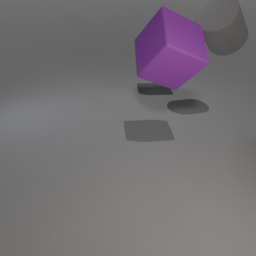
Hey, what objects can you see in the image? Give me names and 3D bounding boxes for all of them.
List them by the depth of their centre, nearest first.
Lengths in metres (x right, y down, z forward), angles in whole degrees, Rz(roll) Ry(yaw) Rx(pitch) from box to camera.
[{"bbox_3d":[1.149,-2.131,7.737,1.400,1.400,1.400,14,58,-28],"label":"cube"},{"bbox_3d":[3.163,-3.404,9.401,1.400,1.400,1.400,28,-4,40],"label":"cylinder"}]
